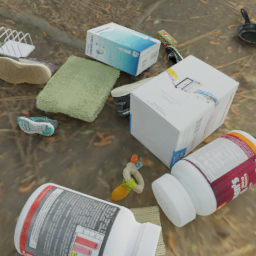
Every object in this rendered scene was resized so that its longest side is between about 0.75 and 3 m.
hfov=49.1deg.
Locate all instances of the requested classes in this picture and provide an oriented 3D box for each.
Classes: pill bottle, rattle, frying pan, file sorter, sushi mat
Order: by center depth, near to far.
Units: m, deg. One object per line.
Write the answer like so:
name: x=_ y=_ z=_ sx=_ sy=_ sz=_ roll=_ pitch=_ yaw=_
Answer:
pill bottle: x=-0.802 y=2.347 z=6.056 sx=2.799 sy=1.621 sz=1.621 roll=15 pitch=54 yaw=12
sushi mat: x=-0.440 y=2.640 z=6.913 sx=2.606 sy=0.158 sz=1.247 roll=-5 pitch=54 yaw=-4
pill bottle: x=2.051 y=1.254 z=7.090 sx=2.688 sy=1.473 sz=1.473 roll=-28 pitch=57 yaw=-16
rattle: x=-0.009 y=1.397 z=7.852 sx=0.776 sy=0.851 sz=1.192 roll=22 pitch=31 yaw=-23
file sorter: x=-4.563 y=-3.391 z=11.154 sx=1.243 sy=0.774 sz=0.862 roll=17 pitch=55 yaw=12
frying pan: x=5.110 y=-4.275 z=12.070 sx=1.513 sy=0.407 sz=2.501 roll=-20 pitch=53 yaw=-16

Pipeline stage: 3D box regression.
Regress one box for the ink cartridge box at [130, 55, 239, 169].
ink cartridge box: x=1.566 y=-0.539 z=8.265 sx=2.525 sy=1.859 sz=1.826 roll=-35 pitch=60 yaw=-25

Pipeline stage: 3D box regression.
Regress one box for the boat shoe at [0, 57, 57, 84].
boat shoe: x=-3.743 y=-2.133 z=10.173 sx=2.537 sy=0.912 sz=0.822 roll=9 pitch=29 yaw=21

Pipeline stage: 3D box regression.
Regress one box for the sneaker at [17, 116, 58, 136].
sneaker: x=-2.838 y=-0.128 z=8.898 sx=1.373 sy=0.533 sz=0.626 roll=14 pitch=30 yaw=15

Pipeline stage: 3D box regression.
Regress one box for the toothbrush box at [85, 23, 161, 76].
toothbrush box: x=-0.186 y=-3.004 z=10.464 sx=2.285 sy=0.974 sz=1.673 roll=27 pitch=40 yaw=18

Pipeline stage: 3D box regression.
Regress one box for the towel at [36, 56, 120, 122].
towel: x=-1.605 y=-1.447 z=9.707 sx=2.186 sy=0.538 sz=2.947 roll=14 pitch=48 yaw=8

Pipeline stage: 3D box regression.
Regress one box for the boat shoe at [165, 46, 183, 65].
boat shoe: x=1.750 y=-2.823 z=10.943 sx=0.380 sy=0.403 sz=1.123 roll=-18 pitch=57 yaw=-19

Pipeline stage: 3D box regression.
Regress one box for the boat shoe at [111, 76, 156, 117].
boat shoe: x=0.685 y=-1.208 z=9.507 sx=2.783 sy=0.941 sz=0.999 roll=-26 pitch=17 yaw=-32

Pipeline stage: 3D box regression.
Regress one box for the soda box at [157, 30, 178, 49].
soda box: x=1.610 y=-3.640 z=11.608 sx=0.325 sy=0.344 sz=1.014 roll=-24 pitch=57 yaw=-17
